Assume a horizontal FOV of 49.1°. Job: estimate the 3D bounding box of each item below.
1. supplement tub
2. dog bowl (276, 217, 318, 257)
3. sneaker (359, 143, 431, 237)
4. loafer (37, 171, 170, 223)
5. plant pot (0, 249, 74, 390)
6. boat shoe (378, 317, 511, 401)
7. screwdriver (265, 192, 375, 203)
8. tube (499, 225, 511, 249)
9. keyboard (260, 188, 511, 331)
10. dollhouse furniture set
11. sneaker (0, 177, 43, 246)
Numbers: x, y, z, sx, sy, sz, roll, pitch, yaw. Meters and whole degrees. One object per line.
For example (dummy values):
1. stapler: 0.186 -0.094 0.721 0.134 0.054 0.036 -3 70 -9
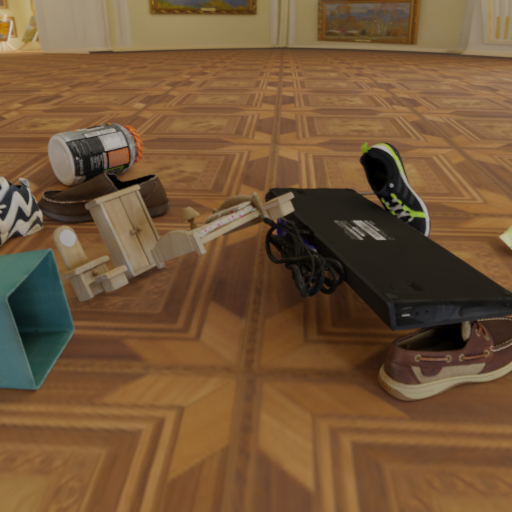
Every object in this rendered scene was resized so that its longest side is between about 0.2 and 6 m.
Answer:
1. supplement tub: -4.196 -2.734 14.808 1.348 1.348 2.201 22 33 38
2. dog bowl: 1.213 -0.598 11.260 1.609 0.634 1.609 0 26 0
3. sneaker: 2.479 -1.122 10.472 0.875 2.112 0.757 -23 -4 -44
4. loafer: -3.403 -1.420 12.486 2.877 1.021 1.051 -5 27 -10
5. plant pot: -3.787 0.868 7.566 1.979 1.399 1.398 -4 26 6
6. boat shoe: 2.718 1.131 7.451 2.437 0.877 0.879 -11 28 -22
7. screwdriver: 1.386 -1.293 12.198 2.993 0.417 0.435 3 11 43
8. tube: 5.285 -0.492 11.169 0.447 0.400 1.540 14 35 34
9. keyboard: 1.429 0.009 9.096 2.749 1.047 5.282 0 21 -15
10. dollhouse furniture set: -1.426 -0.641 8.931 3.038 1.484 2.591 -17 10 44
11. sneaker: -5.239 -0.898 11.009 0.855 1.393 2.141 18 32 34
